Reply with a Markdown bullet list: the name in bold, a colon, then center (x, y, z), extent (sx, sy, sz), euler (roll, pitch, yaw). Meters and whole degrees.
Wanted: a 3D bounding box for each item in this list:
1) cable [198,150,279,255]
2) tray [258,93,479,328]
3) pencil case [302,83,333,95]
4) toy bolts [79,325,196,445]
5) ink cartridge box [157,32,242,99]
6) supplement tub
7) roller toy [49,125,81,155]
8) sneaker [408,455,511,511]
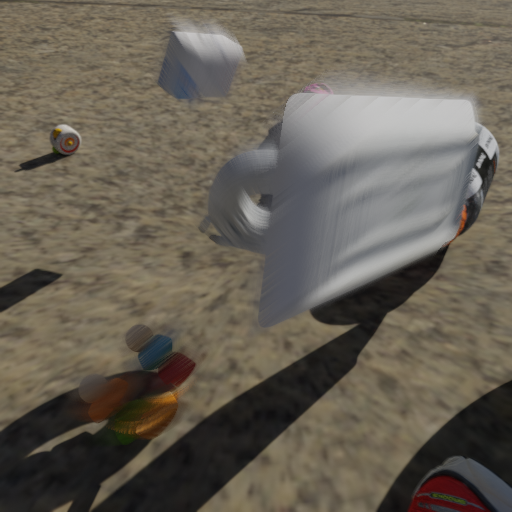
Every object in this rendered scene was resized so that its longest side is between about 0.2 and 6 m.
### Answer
- **cable**: center (0.137, -0.565, 6.346), extent (1.357, 1.357, 0.470), euler (19, 47, -8)
- **tray**: center (1.453, -0.596, 5.807), extent (0.416, 2.016, 3.754), euler (21, 24, 36)
- **pencil case**: center (1.099, -2.908, 11.407), extent (0.733, 0.766, 1.771), euler (6, 36, 19)
- **toy bolts**: center (-1.181, 1.231, 5.647), extent (1.096, 0.760, 1.047), euler (-54, 17, -29)
- **ink cartridge box**: center (-0.793, -2.710, 7.992), extent (0.464, 0.792, 1.082), euler (38, 34, 21)
- **supplement tub**: center (2.878, -1.126, 8.653), extent (1.357, 1.357, 2.215), euler (18, 41, 21)
- **roller toy**: center (-3.642, -2.217, 10.709), extent (0.509, 0.558, 0.390), euler (-23, 45, -35)
- **sneaker**: center (2.191, 2.698, 4.416), extent (0.982, 0.891, 2.313), euler (-39, 47, -16)
